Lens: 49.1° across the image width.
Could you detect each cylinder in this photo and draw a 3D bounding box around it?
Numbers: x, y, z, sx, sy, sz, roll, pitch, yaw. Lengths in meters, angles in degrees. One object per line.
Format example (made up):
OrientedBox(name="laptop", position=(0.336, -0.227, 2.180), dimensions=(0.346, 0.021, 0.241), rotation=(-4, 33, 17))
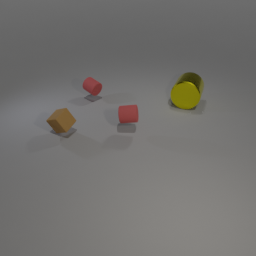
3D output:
OrientedBox(name="cylinder", position=(0.025, -0.548, 11.028), dimensions=(0.700, 0.700, 0.700), rotation=(-4, 30, 10))
OrientedBox(name="cylinder", position=(2.885, -1.812, 13.539), dimensions=(1.400, 1.400, 1.400), rotation=(11, 33, 17))
OrientedBox(name="cylinder", position=(-1.748, -2.044, 13.751), dimensions=(0.700, 0.700, 0.700), rotation=(35, 44, 24))

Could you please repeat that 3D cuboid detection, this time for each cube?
OrientedBox(name="cube", position=(-2.627, -0.286, 11.049), dimensions=(0.700, 0.700, 0.700), rotation=(-4, 40, 42))
